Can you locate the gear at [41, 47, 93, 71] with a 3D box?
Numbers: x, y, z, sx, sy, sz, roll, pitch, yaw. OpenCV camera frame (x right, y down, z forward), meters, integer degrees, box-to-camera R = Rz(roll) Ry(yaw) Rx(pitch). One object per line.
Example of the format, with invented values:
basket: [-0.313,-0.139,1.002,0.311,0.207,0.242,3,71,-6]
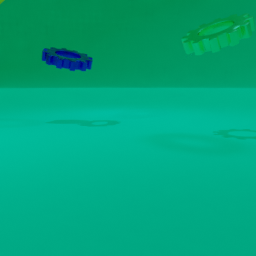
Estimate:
gear: [-1.855,-2.130,8.620,1.510,0.279,1.510,12,25,-6]

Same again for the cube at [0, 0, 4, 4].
cube: [-3.971,-4.233,8.077,0.845,0.845,0.845,15,40,-10]

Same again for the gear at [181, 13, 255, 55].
gear: [2.046,-2.166,6.449,1.573,0.291,1.573,-19,27,10]
